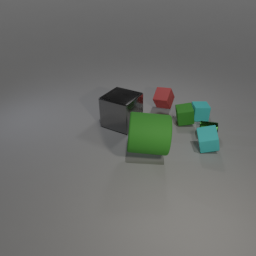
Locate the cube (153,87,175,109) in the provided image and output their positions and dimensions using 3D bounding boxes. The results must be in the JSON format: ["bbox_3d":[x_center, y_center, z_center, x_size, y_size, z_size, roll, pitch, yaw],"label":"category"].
[{"bbox_3d":[1.628,-1.362,12.734,0.700,0.700,0.700,9,66,28],"label":"cube"}]

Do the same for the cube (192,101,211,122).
[{"bbox_3d":[3.289,-0.759,12.772,0.700,0.700,0.700,0,30,-3],"label":"cube"}]

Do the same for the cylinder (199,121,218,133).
[{"bbox_3d":[3.251,0.084,11.374,0.700,0.700,0.700,7,32,12],"label":"cylinder"}]

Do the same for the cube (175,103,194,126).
[{"bbox_3d":[2.484,-0.600,12.246,0.700,0.700,0.700,-8,36,6],"label":"cube"}]

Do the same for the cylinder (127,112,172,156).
[{"bbox_3d":[0.718,0.195,9.626,1.400,1.400,1.400,5,31,0],"label":"cylinder"}]

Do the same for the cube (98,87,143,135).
[{"bbox_3d":[-0.275,-0.783,12.097,1.400,1.400,1.400,17,36,27],"label":"cube"}]

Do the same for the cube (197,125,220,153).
[{"bbox_3d":[2.978,0.415,10.422,0.700,0.700,0.700,-9,47,13],"label":"cube"}]
